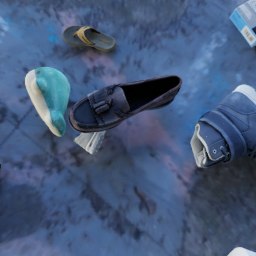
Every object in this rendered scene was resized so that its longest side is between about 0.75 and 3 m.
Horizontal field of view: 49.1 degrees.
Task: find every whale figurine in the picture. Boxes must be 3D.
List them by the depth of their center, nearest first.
[{"bbox_3d":[-1.716,-0.674,6.525,0.910,1.396,1.755,-25,56,-6],"label":"whale figurine"}]

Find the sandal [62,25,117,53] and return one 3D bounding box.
[{"bbox_3d":[-1.004,-2.369,7.324,1.454,0.397,0.594,19,81,3],"label":"sandal"}]

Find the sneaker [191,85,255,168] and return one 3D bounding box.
[{"bbox_3d":[2.772,0.659,6.330,2.110,1.110,2.921,-33,72,-16],"label":"sneaker"}]

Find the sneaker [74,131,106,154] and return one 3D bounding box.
[{"bbox_3d":[-0.775,-0.251,6.840,0.693,0.632,1.691,23,79,8],"label":"sneaker"}]

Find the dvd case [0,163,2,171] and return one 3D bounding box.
[{"bbox_3d":[-4.423,1.644,6.673,2.473,0.306,1.858,5,80,0],"label":"dvd case"}]

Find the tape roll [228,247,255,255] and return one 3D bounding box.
[{"bbox_3d":[2.654,3.407,5.733,1.065,1.551,1.551,20,81,4],"label":"tape roll"}]

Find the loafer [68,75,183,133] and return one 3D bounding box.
[{"bbox_3d":[-0.010,-0.678,6.246,2.726,0.859,0.980,-20,81,-22],"label":"loafer"}]

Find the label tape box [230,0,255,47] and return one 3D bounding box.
[{"bbox_3d":[3.628,-2.972,7.394,1.455,0.481,1.042,-32,81,-4],"label":"label tape box"}]
